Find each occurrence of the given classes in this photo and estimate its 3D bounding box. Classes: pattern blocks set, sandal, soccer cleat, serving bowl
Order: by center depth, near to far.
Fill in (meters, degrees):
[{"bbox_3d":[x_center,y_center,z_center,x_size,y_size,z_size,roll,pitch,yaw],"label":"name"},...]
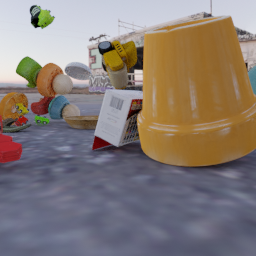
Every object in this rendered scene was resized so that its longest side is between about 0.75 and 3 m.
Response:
[{"bbox_3d":[-3.141,0.180,3.852,2.901,0.235,2.550,20,23,41],"label":"pattern blocks set"},{"bbox_3d":[-3.366,-0.089,7.725,1.334,0.381,0.530,0,6,-1],"label":"sandal"},{"bbox_3d":[-3.284,-3.998,10.130,1.810,0.733,0.611,35,-12,46],"label":"soccer cleat"},{"bbox_3d":[-2.060,-2.441,11.737,1.163,0.382,1.163,8,-18,3],"label":"serving bowl"}]

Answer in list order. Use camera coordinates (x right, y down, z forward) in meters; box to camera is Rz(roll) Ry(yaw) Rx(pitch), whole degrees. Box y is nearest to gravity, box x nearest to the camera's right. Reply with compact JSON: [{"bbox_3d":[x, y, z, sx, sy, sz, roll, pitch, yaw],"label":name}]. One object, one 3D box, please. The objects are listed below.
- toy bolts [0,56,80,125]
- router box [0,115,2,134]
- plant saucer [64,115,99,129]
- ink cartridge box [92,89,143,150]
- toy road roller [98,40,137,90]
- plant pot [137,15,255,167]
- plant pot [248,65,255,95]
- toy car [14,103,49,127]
[{"bbox_3d":[-2.878,-0.815,10.000,1.818,2.503,2.621,22,-15,15],"label":"toy bolts"},{"bbox_3d":[-4.022,0.042,5.781,2.122,0.518,1.904,0,6,-4],"label":"router box"},{"bbox_3d":[-1.116,-0.189,8.936,1.839,0.326,1.839,0,6,0],"label":"plant saucer"},{"bbox_3d":[0.002,-0.091,5.189,0.540,1.130,1.287,24,17,25],"label":"ink cartridge box"},{"bbox_3d":[-0.204,-2.337,9.798,1.304,1.786,1.098,-20,-36,-6],"label":"toy road roller"},{"bbox_3d":[0.969,-0.656,4.188,1.901,1.741,1.901,-11,21,4],"label":"plant pot"},{"bbox_3d":[3.248,-0.435,5.499,1.711,1.711,1.373,-2,19,-22],"label":"plant pot"},{"bbox_3d":[-3.187,-0.292,9.269,1.133,0.268,1.204,16,31,-30],"label":"toy car"}]
